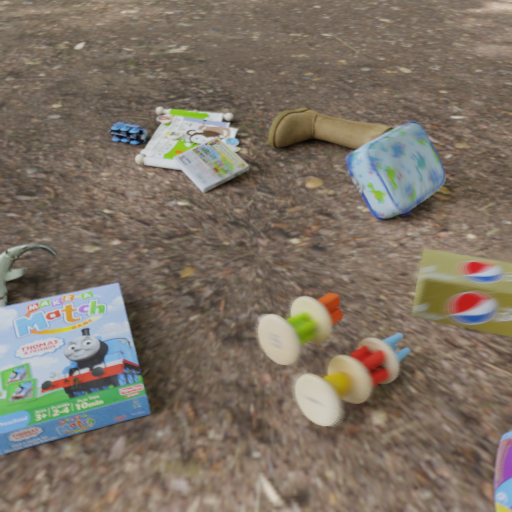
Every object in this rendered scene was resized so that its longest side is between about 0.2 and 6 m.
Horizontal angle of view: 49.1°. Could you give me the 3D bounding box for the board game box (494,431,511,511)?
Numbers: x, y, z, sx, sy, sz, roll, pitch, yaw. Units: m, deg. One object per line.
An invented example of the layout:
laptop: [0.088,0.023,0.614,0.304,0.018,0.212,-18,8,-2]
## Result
board game box: [4.811,2.622,5.509,4.541,0.884,3.587,-17,47,-14]

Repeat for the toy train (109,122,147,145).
toy train: [-3.433,-3.323,15.140,1.057,0.458,0.604,12,31,16]

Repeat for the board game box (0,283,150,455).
board game box: [-2.802,1.512,8.346,1.955,0.473,2.584,-12,37,-16]

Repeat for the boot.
boot: [1.944,-3.175,14.578,2.639,0.873,2.311,22,41,26]

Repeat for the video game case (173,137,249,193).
video game case: [-1.088,-2.208,13.413,1.288,0.162,1.415,-30,54,-19]

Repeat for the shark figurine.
shark figurine: [-4.450,0.215,10.122,0.993,0.694,1.663,37,47,-7]

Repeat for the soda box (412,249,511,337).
soda box: [3.991,0.685,9.130,2.665,0.902,0.853,10,37,14]

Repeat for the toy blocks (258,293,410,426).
toy blocks: [1.222,1.233,7.999,2.004,0.728,1.670,-20,71,-40]

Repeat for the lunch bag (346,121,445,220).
lunch bag: [3.042,-1.805,12.059,2.131,1.713,0.878,-32,4,-34]

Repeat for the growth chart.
growth chart: [-1.711,-3.130,14.994,2.641,0.324,3.649,3,36,2]
